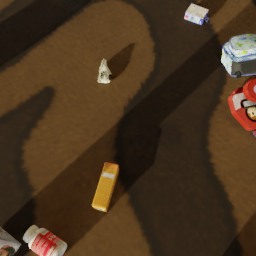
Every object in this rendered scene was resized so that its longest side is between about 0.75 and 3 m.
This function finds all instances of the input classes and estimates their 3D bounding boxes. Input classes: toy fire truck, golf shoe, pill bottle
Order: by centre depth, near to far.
[{"bbox_3d":[-2.071,2.864,6.955,1.003,0.563,0.563,28,67,13],"label":"pill bottle"},{"bbox_3d":[4.162,-0.631,8.496,2.012,1.128,1.690,-14,83,-6],"label":"toy fire truck"},{"bbox_3d":[-0.760,-1.913,9.523,0.449,0.361,0.923,10,68,-14],"label":"golf shoe"}]

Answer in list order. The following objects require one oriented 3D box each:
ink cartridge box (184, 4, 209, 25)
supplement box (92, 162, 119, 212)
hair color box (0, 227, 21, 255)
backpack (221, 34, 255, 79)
[{"bbox_3d":[2.668,-4.305,10.663,0.861,0.328,0.587,26,66,14],"label":"ink cartridge box"},{"bbox_3d":[-0.603,1.601,7.666,0.434,0.420,1.262,11,63,6],"label":"supplement box"},{"bbox_3d":[-3.416,2.670,5.840,0.823,2.714,1.343,30,67,14],"label":"hair color box"},{"bbox_3d":[2.101,-1.352,5.059,0.736,0.591,0.804,-10,38,0],"label":"backpack"}]
